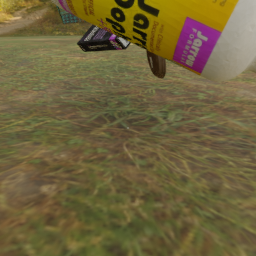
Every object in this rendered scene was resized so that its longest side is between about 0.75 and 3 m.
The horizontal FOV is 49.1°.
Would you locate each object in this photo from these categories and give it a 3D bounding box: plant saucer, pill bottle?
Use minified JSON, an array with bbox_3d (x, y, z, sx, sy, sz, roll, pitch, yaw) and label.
[{"bbox_3d":[0.563,-1.447,5.785,0.131,0.892,0.892,-17,24,-9],"label":"plant saucer"},{"bbox_3d":[0.649,-1.479,2.976,2.928,1.527,1.527,28,28,10],"label":"pill bottle"}]

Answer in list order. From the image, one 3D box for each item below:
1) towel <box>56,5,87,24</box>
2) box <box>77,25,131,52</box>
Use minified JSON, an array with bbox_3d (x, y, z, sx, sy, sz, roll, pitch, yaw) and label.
[{"bbox_3d":[-1.067,-3.850,7.470,2.132,0.315,2.908,-4,-19,0],"label":"towel"},{"bbox_3d":[-0.279,-2.479,6.706,1.477,0.373,2.066,-54,33,-13],"label":"box"}]
